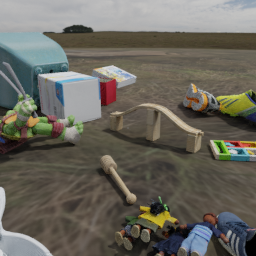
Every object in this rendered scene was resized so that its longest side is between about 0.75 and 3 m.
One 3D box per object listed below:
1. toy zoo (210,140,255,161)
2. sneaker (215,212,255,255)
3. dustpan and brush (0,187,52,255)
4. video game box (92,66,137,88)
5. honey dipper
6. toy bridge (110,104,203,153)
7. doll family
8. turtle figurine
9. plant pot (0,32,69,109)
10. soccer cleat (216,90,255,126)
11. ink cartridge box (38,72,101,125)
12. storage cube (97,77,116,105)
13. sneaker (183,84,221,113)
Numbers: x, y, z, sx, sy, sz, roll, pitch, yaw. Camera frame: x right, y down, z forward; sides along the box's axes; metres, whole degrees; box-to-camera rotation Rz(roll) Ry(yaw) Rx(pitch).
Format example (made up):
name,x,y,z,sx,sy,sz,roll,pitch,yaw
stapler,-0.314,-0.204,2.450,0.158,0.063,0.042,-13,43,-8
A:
name,x,y,z,sx,sy,sz,roll,pitch,yaw
toy zoo,2.905,0.573,7.135,1.462,0.150,0.959,2,19,6
sneaker,1.654,1.500,3.771,0.578,0.651,1.542,-2,19,-6
dustpan and brush,-1.642,1.613,3.326,1.776,0.728,2.544,-6,20,-17
video game box,-0.745,-2.932,15.877,1.783,0.458,1.957,27,29,22
honey dipper,-0.204,1.018,5.686,0.305,0.305,1.606,-8,22,-21
toy bridge,0.720,-0.147,7.911,2.989,1.005,0.407,14,23,36
doll family,0.614,1.465,4.056,1.573,0.617,0.909,18,22,30
turtle figurine,-2.410,-0.538,7.354,2.401,2.476,1.782,14,-23,-33
plant pot,-3.953,-2.198,11.405,2.831,2.779,2.772,27,31,34
soccer cleat,4.026,-0.850,9.704,0.859,1.112,2.658,-7,21,-19
ink cartridge box,-2.101,-1.121,9.936,1.443,1.449,1.975,-16,26,-36
storage cube,-1.123,-1.582,11.977,0.938,0.986,1.097,9,22,22
sneaker,2.832,-1.078,10.952,0.902,0.915,2.337,13,20,-9
